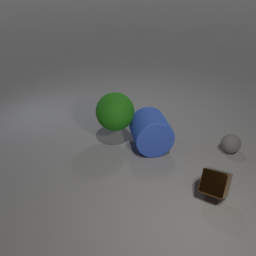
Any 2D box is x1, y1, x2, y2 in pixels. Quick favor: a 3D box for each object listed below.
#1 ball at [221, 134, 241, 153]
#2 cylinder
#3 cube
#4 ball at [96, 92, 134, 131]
[{"bbox_3d":[3.754,0.571,10.206,0.700,0.700,0.700,0,30,0],"label":"ball"},{"bbox_3d":[0.840,0.130,10.267,1.400,1.400,1.400,-5,30,-9],"label":"cylinder"},{"bbox_3d":[2.499,1.555,7.984,0.700,0.700,0.700,14,1,32],"label":"cube"},{"bbox_3d":[-0.466,-0.588,10.129,1.400,1.400,1.400,0,30,0],"label":"ball"}]
